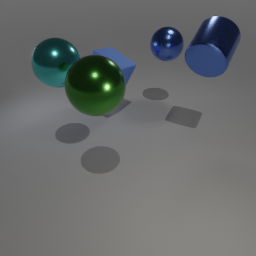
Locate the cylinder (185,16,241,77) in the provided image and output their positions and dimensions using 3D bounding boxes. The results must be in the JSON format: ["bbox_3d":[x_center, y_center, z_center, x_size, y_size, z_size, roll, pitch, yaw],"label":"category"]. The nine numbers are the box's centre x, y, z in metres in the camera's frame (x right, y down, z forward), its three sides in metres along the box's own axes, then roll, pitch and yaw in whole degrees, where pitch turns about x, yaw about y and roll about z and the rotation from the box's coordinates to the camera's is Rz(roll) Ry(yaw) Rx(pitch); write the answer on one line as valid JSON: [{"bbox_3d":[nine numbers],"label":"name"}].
[{"bbox_3d":[2.749,-2.619,9.107,1.400,1.400,1.400,18,62,27],"label":"cylinder"}]

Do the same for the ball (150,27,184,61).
[{"bbox_3d":[1.636,-3.523,11.785,1.400,1.400,1.400,0,32,0],"label":"ball"}]

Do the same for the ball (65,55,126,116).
[{"bbox_3d":[-0.748,-0.970,6.465,1.400,1.400,1.400,0,32,0],"label":"ball"}]

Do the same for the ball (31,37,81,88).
[{"bbox_3d":[-2.033,-1.853,8.007,1.400,1.400,1.400,0,32,0],"label":"ball"}]

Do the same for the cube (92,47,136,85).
[{"bbox_3d":[-0.770,-2.318,11.549,1.400,1.400,1.400,37,32,12],"label":"cube"}]
